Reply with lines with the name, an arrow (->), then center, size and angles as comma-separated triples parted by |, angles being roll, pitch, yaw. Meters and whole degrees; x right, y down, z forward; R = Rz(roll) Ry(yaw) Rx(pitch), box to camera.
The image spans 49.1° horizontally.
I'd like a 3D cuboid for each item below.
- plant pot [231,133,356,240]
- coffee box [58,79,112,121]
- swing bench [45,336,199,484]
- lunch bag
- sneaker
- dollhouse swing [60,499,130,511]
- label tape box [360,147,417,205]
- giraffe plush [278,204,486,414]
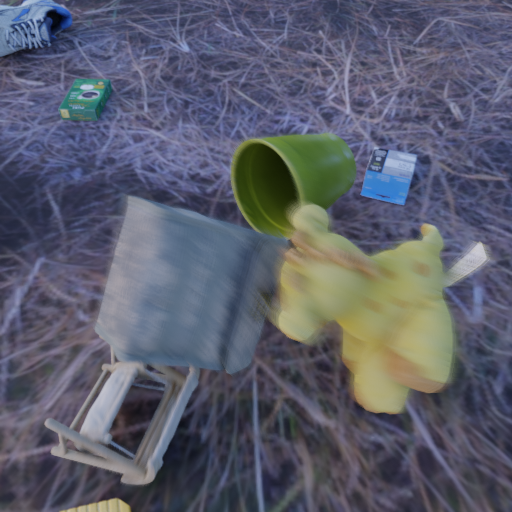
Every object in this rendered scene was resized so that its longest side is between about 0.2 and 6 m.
plant pot -> 0.811, -1.423, 10.133 | 1.778, 1.847, 1.847 | -26, 51, -32
coffee box -> -4.164, -3.842, 13.738 | 0.921, 0.329, 1.498 | 2, 46, 2
swing bench -> -1.736, 2.090, 7.588 | 1.529, 0.992, 1.521 | 19, 47, 5
lunch bag -> -0.704, 0.472, 7.757 | 2.436, 1.998, 1.432 | 13, 6, -34
sneaker -> -6.391, -6.372, 15.624 | 1.340, 1.212, 3.147 | 22, 50, 15
dollhouse swing -> -1.943, 3.387, 6.374 | 1.177, 1.070, 1.035 | -10, 68, -8
label tape box -> 2.749, -1.669, 11.589 | 0.913, 0.421, 1.274 | 15, 46, 13
giraffe plush -> 1.278, 0.569, 7.453 | 2.234, 2.755, 2.378 | 13, 36, -15
